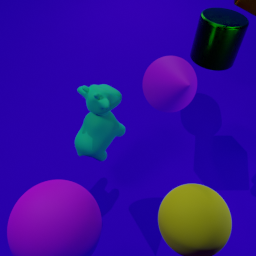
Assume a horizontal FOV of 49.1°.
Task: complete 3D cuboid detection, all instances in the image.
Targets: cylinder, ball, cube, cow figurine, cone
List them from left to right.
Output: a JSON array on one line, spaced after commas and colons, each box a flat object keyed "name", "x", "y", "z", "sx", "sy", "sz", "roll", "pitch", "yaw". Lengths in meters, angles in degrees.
[{"name": "ball", "x": -1.069, "y": 1.460, "z": 4.186, "sx": 1.355, "sy": 1.355, "sz": 1.355, "roll": 0, "pitch": 56, "yaw": 0}, {"name": "cow figurine", "x": -0.670, "y": -0.110, "z": 5.863, "sx": 0.863, "sy": 1.548, "sz": 1.573, "roll": 32, "pitch": 86, "yaw": 29}, {"name": "cone", "x": 0.898, "y": -0.764, "z": 4.969, "sx": 1.103, "sy": 1.107, "sz": 1.103, "roll": -1, "pitch": 100, "yaw": -7}, {"name": "ball", "x": 0.936, "y": 1.306, "z": 3.980, "sx": 1.011, "sy": 1.011, "sz": 1.011, "roll": 0, "pitch": 56, "yaw": 0}, {"name": "cylinder", "x": 2.433, "y": -2.404, "z": 7.587, "sx": 1.246, "sy": 1.246, "sz": 1.246, "roll": 3, "pitch": 45, "yaw": -3}, {"name": "cube", "x": 2.939, "y": -2.985, "z": 5.607, "sx": 1.150, "sy": 1.150, "sz": 1.150, "roll": 22, "pitch": 53, "yaw": -12}]
